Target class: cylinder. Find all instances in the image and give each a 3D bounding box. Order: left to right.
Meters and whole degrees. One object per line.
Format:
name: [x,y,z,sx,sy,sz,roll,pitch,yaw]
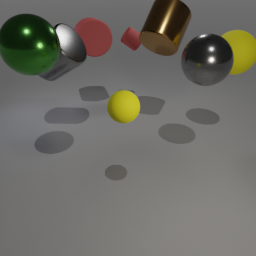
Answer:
cylinder: [-2.330,-2.462,9.236,1.400,1.400,1.400,-23,17,31]
cylinder: [-1.453,-3.714,11.385,1.400,1.400,1.400,-7,25,-13]
cylinder: [0.169,-3.666,11.533,0.700,0.700,0.700,30,21,-22]
cylinder: [1.264,-3.424,9.534,1.400,1.400,1.400,23,-9,4]

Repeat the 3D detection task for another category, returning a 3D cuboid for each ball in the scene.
ball: [-2.302,-1.938,6.585,1.400,1.400,1.400,0,29,0]
ball: [-0.095,-0.447,5.945,0.700,0.700,0.700,0,29,0]
ball: [2.167,-1.858,7.697,1.400,1.400,1.400,0,29,0]
ball: [3.477,-2.451,9.121,1.400,1.400,1.400,0,29,0]
